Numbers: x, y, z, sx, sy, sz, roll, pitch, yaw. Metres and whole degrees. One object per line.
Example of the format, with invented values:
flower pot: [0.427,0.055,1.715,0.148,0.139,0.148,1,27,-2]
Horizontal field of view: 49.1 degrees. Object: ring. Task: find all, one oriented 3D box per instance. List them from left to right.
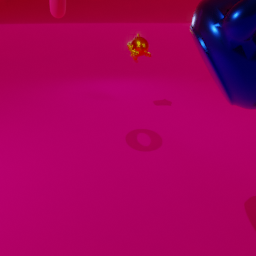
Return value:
ring: [-1.319,-2.853,5.298,0.290,1.452,1.452,1,22,-14]

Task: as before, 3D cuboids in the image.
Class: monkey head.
monkey head: [0.394,-2.661,9.540,0.697,0.832,1.156,-24,59,2]

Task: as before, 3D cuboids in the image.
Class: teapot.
teapot: [1.268,-0.885,2.832,1.012,1.285,2.067,-28,-13,17]
